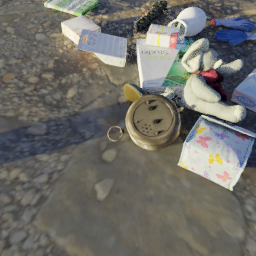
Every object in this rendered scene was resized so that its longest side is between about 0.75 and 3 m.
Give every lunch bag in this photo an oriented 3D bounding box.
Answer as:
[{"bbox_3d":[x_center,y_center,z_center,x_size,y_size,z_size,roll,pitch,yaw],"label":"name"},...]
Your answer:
[{"bbox_3d":[2.302,0.397,7.045,1.488,1.116,1.755,26,46,21],"label":"lunch bag"}]

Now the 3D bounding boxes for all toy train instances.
[{"bbox_3d":[0.960,-5.042,12.433,0.619,0.461,2.703,21,50,23],"label":"toy train"}]

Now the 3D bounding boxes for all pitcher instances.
[{"bbox_3d":[2.208,-4.152,11.322,1.513,1.069,1.764,4,34,47],"label":"pitcher"}]

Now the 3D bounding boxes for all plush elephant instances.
[{"bbox_3d":[2.259,-1.319,7.690,2.378,1.841,1.958,21,8,22],"label":"plush elephant"}]

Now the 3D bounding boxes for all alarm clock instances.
[{"bbox_3d":[0.471,-0.109,7.515,2.152,0.717,1.452,-18,69,6],"label":"alarm clock"}]

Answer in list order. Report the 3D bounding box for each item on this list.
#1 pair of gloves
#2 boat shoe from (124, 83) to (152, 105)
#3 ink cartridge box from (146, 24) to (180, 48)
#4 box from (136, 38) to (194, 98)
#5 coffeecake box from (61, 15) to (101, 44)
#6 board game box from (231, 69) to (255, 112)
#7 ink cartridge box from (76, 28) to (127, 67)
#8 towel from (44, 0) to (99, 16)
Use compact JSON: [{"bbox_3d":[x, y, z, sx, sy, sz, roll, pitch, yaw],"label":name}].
[{"bbox_3d":[4.460,-4.062,11.690,1.802,0.255,2.241,4,47,6],"label":"pair of gloves"},{"bbox_3d":[0.628,-0.730,8.410,0.608,0.686,1.875,-30,63,-31],"label":"boat shoe"},{"bbox_3d":[1.280,-3.351,10.195,1.095,0.457,0.795,11,47,11],"label":"ink cartridge box"},{"bbox_3d":[1.453,-2.171,9.742,2.165,0.545,3.000,-2,48,-2],"label":"box"},{"bbox_3d":[-1.898,-3.981,11.427,1.047,0.499,1.364,-30,54,-25],"label":"coffeecake box"},{"bbox_3d":[4.975,-1.108,8.772,2.467,0.535,2.455,34,56,27],"label":"board game box"},{"bbox_3d":[-0.937,-2.970,10.341,1.765,0.442,1.420,9,48,-7],"label":"ink cartridge box"},{"bbox_3d":[-2.668,-5.879,13.360,2.140,0.328,1.596,24,54,18],"label":"towel"}]
